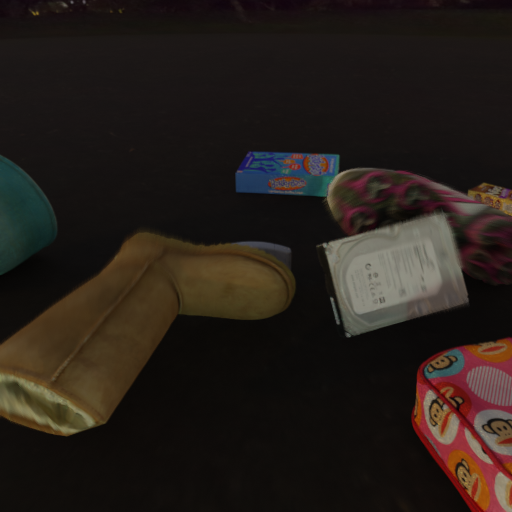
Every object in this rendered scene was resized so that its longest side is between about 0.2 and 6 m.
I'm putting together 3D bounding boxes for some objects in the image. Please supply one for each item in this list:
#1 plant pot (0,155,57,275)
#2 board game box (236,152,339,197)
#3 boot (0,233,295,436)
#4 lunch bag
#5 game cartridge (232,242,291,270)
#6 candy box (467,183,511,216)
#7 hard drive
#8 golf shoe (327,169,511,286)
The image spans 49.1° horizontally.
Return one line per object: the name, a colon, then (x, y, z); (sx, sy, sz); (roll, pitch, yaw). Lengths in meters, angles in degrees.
plant pot: (-4.194, -0.363, 8.230); (1.777, 1.777, 1.669); (13, 43, 23)
board game box: (0.739, -1.827, 12.338); (2.132, 0.480, 1.622); (4, 27, 7)
boot: (-1.113, 0.849, 6.224); (2.520, 0.952, 2.877); (8, 30, 16)
lunch bag: (2.770, 1.583, 5.022); (2.254, 0.923, 1.985); (-7, 27, -14)
game cartridge: (-0.071, 0.164, 8.062); (1.138, 0.757, 0.233); (-1, 25, 0)
candy box: (4.851, -1.121, 11.139); (0.631, 0.305, 1.081); (-23, 33, -37)
hard drive: (1.678, 0.221, 6.849); (1.680, 1.173, 0.318); (-13, -1, -14)
golf shoe: (2.399, -0.496, 8.212); (3.373, 1.225, 1.553); (17, 17, -22)
